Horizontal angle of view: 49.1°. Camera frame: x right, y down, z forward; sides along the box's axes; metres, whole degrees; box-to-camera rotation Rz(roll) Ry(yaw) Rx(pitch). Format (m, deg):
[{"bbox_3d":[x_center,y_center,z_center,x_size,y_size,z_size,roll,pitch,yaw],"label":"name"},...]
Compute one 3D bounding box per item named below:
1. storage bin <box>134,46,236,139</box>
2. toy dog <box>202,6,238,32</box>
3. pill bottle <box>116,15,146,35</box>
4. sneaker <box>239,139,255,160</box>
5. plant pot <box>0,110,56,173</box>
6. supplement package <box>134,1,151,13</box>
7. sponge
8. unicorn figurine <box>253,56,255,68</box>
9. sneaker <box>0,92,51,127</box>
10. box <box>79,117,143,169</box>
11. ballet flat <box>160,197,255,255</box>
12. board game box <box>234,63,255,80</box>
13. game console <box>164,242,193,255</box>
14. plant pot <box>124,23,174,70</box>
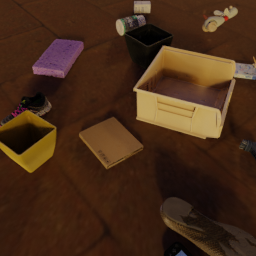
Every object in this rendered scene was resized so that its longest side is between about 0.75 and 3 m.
[{"bbox_3d":[2.010,-1.274,9.416,2.795,1.320,2.816,17,47,17],"label":"storage bin"},{"bbox_3d":[2.091,-2.619,6.570,0.883,0.425,0.582,-41,21,-19],"label":"toy dog"},{"bbox_3d":[0.146,-5.000,13.546,1.311,0.741,0.741,-22,49,-20],"label":"pill bottle"},{"bbox_3d":[3.559,0.676,8.117,0.629,0.331,0.870,18,37,3],"label":"sneaker"},{"bbox_3d":[-2.770,0.471,7.816,1.255,1.107,1.255,27,51,26],"label":"plant pot"},{"bbox_3d":[0.776,-6.636,15.372,0.883,0.484,0.502,0,45,0],"label":"supplement package"},{"bbox_3d":[-2.885,-3.003,11.831,1.343,0.359,2.407,9,45,9],"label":"sponge"},{"bbox_3d":[5.503,-2.157,10.938,1.410,0.521,0.968,10,44,-15],"label":"unicorn figurine"},{"bbox_3d":[-3.360,-0.603,9.105,0.674,0.800,1.828,34,54,29],"label":"sneaker"},{"bbox_3d":[-0.528,0.392,8.555,1.324,0.172,1.620,-27,50,-25],"label":"box"},{"bbox_3d":[1.906,2.496,6.238,2.715,0.629,0.915,28,46,18],"label":"ballet flat"},{"bbox_3d":[4.676,-2.289,11.233,0.827,0.180,0.831,11,46,10],"label":"board game box"},{"bbox_3d":[1.426,3.191,5.723,1.062,0.217,1.801,-29,51,-26],"label":"game console"},{"bbox_3d":[0.827,-3.259,11.442,1.428,1.270,1.432,-31,52,-27],"label":"plant pot"}]
